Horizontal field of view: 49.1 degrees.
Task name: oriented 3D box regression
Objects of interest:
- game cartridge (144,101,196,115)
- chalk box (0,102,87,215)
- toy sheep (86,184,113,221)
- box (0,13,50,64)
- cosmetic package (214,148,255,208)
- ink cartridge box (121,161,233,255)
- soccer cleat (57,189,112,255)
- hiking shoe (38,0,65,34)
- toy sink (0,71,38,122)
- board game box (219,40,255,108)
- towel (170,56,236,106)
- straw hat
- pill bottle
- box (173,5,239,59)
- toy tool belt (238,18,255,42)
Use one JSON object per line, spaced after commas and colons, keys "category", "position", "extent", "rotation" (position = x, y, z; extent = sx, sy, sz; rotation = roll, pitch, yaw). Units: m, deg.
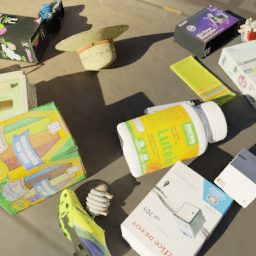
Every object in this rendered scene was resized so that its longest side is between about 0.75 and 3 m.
{"category": "game cartridge", "position": [1.534, -0.297, 9.475], "extent": [1.765, 0.367, 1.175], "rotation": [-10, 60, -7]}
{"category": "chalk box", "position": [-2.932, 0.951, 7.648], "extent": [2.989, 1.850, 1.860], "rotation": [-25, 58, -17]}
{"category": "toy sheep", "position": [-0.810, 2.036, 7.633], "extent": [0.704, 0.704, 1.021], "rotation": [16, 79, 11]}
{"category": "box", "position": [-4.390, -3.594, 11.227], "extent": [1.957, 1.216, 1.454], "rotation": [10, 56, 6]}
{"category": "cosmetic package", "position": [3.119, 1.258, 7.511], "extent": [0.971, 0.707, 1.909], "rotation": [41, 26, 18]}
{"category": "ink cartridge box", "position": [1.240, 2.322, 7.182], "extent": [1.745, 1.023, 2.383], "rotation": [35, 61, 24]}
{"category": "soccer cleat", "position": [-1.149, 2.606, 7.323], "extent": [0.972, 0.751, 2.323], "rotation": [3, 40, -40]}
{"category": "hiking shoe", "position": [-3.512, -4.832, 12.433], "extent": [1.015, 0.871, 2.341], "rotation": [-3, 45, 7]}
{"category": "toy sink", "position": [-3.965, -0.771, 9.061], "extent": [1.762, 1.514, 2.703], "rotation": [-11, 56, -8]}
{"category": "board game box", "position": [4.965, -2.067, 10.395], "extent": [1.959, 0.853, 2.655], "rotation": [-17, 55, -11]}
{"category": "towel", "position": [2.777, -1.795, 10.579], "extent": [1.098, 0.230, 2.551], "rotation": [-26, 59, -18]}
{"category": "straw hat", "position": [-1.153, -2.842, 10.634], "extent": [2.881, 2.881, 1.219], "rotation": [-19, 99, -13]}
{"category": "pill bottle", "position": [1.278, 0.215, 8.175], "extent": [2.891, 1.606, 1.606], "rotation": [-19, 57, -7]}
{"category": "box", "position": [3.279, -4.092, 11.810], "extent": [2.262, 0.892, 1.597], "rotation": [-37, 60, -23]}
{"category": "toy tool belt", "position": [5.267, -4.044, 11.808], "extent": [1.781, 1.112, 1.095], "rotation": [-24, 27, -20]}
